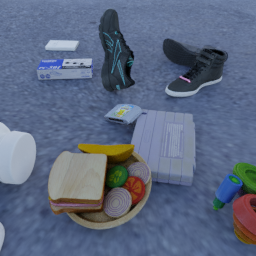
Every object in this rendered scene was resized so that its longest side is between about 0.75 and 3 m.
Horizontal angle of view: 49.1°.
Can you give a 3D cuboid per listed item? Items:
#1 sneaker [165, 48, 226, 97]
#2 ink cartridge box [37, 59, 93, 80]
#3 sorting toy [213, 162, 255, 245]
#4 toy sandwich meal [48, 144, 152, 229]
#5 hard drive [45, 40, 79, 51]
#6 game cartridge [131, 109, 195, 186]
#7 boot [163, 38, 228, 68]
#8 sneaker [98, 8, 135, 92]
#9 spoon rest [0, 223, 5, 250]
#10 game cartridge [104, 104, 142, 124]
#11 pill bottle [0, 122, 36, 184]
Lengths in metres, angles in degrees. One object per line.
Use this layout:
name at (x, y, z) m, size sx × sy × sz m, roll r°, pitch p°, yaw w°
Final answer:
sneaker at (2.552, -2.176, 10.513) m, size 2.851 × 1.414 × 1.008 m, roll -24°, pitch 45°, yaw -26°
ink cartridge box at (-2.567, -2.458, 11.650) m, size 2.163 × 0.478 × 1.017 m, roll -2°, pitch 36°, yaw -2°
sorting toy at (2.556, 1.654, 6.119) m, size 1.314 × 0.898 × 2.186 m, roll 25°, pitch 30°, yaw 7°
toy sandwich meal at (-0.636, 1.128, 6.301) m, size 2.354 × 0.806 × 2.354 m, roll -6°, pitch 50°, yaw 7°
hard drive at (-3.297, -4.162, 14.117) m, size 1.480 × 0.197 × 0.976 m, roll 2°, pitch 37°, yaw 3°
game cartridge at (0.993, 0.434, 7.896) m, size 1.770 × 0.524 × 2.731 m, roll 10°, pitch 38°, yaw 6°
boot at (3.003, -3.408, 12.712) m, size 2.653 × 0.926 × 1.746 m, roll 38°, pitch 47°, yaw 25°
sneaker at (-0.329, -2.857, 10.298) m, size 1.180 × 2.977 × 1.122 m, roll 0°, pitch 7°, yaw 23°
spoon rest at (-2.892, 2.496, 5.161) m, size 1.129 × 0.689 × 2.272 m, roll -12°, pitch 26°, yaw -17°
game cartridge at (-0.137, -0.470, 8.905) m, size 1.168 × 0.236 × 0.779 m, roll 11°, pitch 42°, yaw 46°
pill bottle at (-3.856, 0.560, 6.743) m, size 2.932 × 1.646 × 1.646 m, roll 6°, pitch 38°, yaw 8°
